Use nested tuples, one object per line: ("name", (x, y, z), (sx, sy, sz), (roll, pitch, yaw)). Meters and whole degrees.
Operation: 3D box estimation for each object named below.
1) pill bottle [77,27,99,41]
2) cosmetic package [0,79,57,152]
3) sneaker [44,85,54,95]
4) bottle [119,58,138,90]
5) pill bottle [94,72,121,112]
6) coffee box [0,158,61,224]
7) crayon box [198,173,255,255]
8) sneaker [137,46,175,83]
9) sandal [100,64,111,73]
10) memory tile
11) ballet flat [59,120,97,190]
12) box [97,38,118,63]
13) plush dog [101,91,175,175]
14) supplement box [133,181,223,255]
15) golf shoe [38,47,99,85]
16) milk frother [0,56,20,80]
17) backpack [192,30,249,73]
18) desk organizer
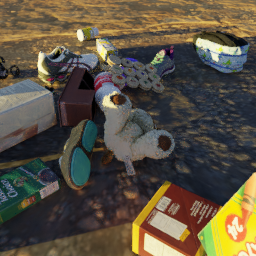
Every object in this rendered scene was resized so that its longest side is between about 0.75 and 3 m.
("pill bottle", (-2.179, -5.183, 15.385), (1.102, 0.613, 0.613), (-26, 43, -33))
("cosmetic package", (-3.574, -0.258, 7.961), (1.410, 1.190, 2.727), (31, 45, 34))
("sneaker", (-2.811, -1.257, 9.360), (0.281, 0.324, 0.783), (4, 9, 38))
("bottle", (-0.124, -2.145, 11.086), (0.814, 0.636, 1.949), (9, 36, 10))
("pill bottle", (-0.692, -1.203, 9.548), (0.886, 0.886, 1.579), (-5, 36, -7))
("coffee box", (-2.496, 1.397, 6.338), (1.679, 0.369, 1.032), (-27, 44, -33))
("crayon box", (1.938, 1.895, 3.285), (0.603, 1.508, 2.375), (6, 37, -28))
("sneaker", (1.104, -2.551, 11.296), (0.899, 1.057, 2.415), (22, 40, 27))
("sandal", (-0.797, -2.593, 11.912), (0.459, 0.412, 1.252), (-28, 44, -33))
("memory tile", (0.279, -1.942, 10.001), (1.988, 0.167, 1.524), (7, 47, -22))
("ballet flat", (-1.325, 0.705, 7.166), (0.775, 0.844, 2.460), (-22, 28, 18))
("box", (-0.994, -3.689, 13.271), (0.565, 0.616, 1.757), (-11, 37, -16))
("plush dog", (0.169, 0.106, 7.533), (2.127, 1.706, 1.827), (42, 31, 6))
("supplement box", (0.960, 1.899, 5.215), (1.284, 0.852, 1.266), (21, 41, 27))
("golf shoe", (-2.317, -2.721, 11.427), (2.807, 1.236, 1.083), (-29, 43, -36))
("milk frother", (-5.096, -2.432, 11.628), (0.907, 0.819, 0.853), (28, 10, -47))
("backpack", (4.125, -3.344, 12.096), (1.902, 1.793, 2.332), (-6, 17, -20))
("desk organizer", (-1.533, -1.117, 9.418), (1.000, 0.932, 2.598), (3, 36, 0))
